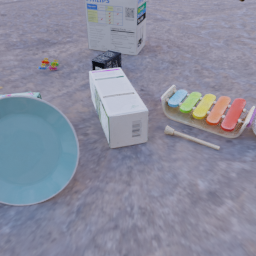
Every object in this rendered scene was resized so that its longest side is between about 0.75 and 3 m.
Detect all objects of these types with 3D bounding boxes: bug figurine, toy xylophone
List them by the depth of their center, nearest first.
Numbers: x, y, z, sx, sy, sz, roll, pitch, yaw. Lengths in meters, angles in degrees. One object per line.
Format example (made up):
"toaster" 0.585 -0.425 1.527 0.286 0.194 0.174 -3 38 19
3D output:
"toy xylophone" 2.237 -0.373 8.275 2.768 0.695 2.027 14 40 18
"bug figurine" -3.307 -2.608 11.626 0.790 0.262 1.018 3 32 -6

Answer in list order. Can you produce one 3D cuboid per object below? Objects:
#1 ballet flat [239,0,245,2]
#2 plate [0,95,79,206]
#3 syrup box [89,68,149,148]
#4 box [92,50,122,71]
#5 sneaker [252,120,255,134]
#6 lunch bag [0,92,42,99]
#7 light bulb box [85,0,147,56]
"ballet flat" 3.218 -3.883 7.339 0.504 1.485 0.537 -19 77 -9
"plate" -2.254 0.489 5.983 2.403 2.403 0.307 -6 12 -9
"syrup box" -0.360 -0.728 8.402 1.134 1.096 2.785 -10 37 -12
"box" -0.795 -2.374 10.805 0.616 0.874 1.182 19 40 24
"sneaker" 4.962 -0.104 7.395 2.993 1.324 1.126 10 39 14
"lunch bag" -3.302 -0.048 7.225 2.060 1.474 2.418 -6 43 -6
"light bulb box" -0.507 -4.884 12.800 2.462 2.484 1.550 11 38 14
